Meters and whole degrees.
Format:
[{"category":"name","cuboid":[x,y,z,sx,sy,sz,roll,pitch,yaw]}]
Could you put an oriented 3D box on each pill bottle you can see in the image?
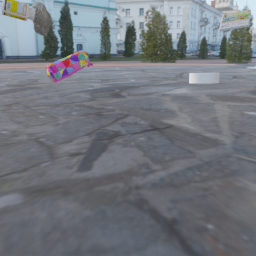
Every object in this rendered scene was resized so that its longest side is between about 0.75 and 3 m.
[{"category":"pill bottle","cuboid":[-3.101,-3.336,7.937,0.866,0.473,0.473,8,11,-26]}]

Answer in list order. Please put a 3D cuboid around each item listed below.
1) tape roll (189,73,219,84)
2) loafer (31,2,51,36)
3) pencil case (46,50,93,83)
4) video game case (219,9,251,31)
[{"category":"tape roll","cuboid":[2.240,-1.469,8.258,0.849,0.297,0.849,0,11,0]},{"category":"loafer","cuboid":[-3.146,-4.045,10.183,0.672,0.670,1.921,24,-12,-12]},{"category":"pencil case","cuboid":[-1.955,-2.059,9.331,1.518,0.671,0.671,-32,29,-23]},{"category":"video game case","cuboid":[3.874,-3.885,10.118,0.993,0.114,0.904,0,53,31]}]
